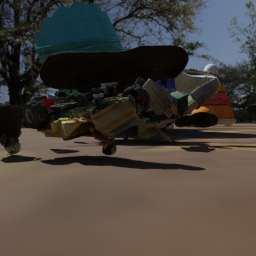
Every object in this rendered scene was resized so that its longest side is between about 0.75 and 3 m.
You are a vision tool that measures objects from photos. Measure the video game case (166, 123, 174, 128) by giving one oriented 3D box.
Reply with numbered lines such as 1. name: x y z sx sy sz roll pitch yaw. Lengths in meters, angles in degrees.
1. video game case: 0.806 -0.072 7.955 0.684 0.171 0.755 -1 2 -26

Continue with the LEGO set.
1. LEGO set: -0.077 -0.060 2.274 1.402 0.612 2.159 -2 13 32

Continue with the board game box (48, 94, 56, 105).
1. board game box: -1.235 -0.577 8.699 2.014 0.473 1.520 18 12 17

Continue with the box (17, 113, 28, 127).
1. box: -2.759 -0.259 9.370 2.659 0.480 1.901 1 2 37

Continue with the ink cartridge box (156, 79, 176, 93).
1. ink cartridge box: 0.719 -1.314 7.875 0.664 1.187 1.741 -10 5 -29

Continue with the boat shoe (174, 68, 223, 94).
1. boat shoe: 1.879 -1.482 8.656 2.026 0.724 0.606 15 30 25

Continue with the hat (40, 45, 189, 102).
1. hat: -0.213 -0.529 5.085 2.867 1.157 2.867 -4 -3 0

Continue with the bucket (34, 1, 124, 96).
1. bucket: -1.281 -2.115 8.098 2.511 1.633 2.511 -23 -25 -12

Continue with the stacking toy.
1. stacking toy: 3.994 -1.559 13.228 2.149 2.941 2.149 0 2 0

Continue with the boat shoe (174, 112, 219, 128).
1. boat shoe: 2.301 -0.284 9.355 1.487 0.544 0.482 1 6 32
